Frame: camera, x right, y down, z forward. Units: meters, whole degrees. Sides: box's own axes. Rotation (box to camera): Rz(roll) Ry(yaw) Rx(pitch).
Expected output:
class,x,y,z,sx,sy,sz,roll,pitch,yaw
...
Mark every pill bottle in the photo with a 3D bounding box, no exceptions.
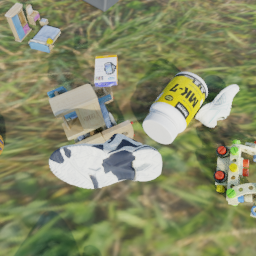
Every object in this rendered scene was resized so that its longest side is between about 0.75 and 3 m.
class,x,y,z,sx,sy,sz,roll,pitch,yaw
pill bottle,1.336,-0.570,7.959,1.140,1.140,1.995,29,63,17

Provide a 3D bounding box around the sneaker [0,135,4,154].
class,x,y,z,sx,sy,sz,roll,pitch,yaw
sneaker,-4.579,0.995,7.148,1.219,1.041,2.765,24,52,24

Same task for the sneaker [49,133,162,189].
class,x,y,z,sx,sy,sz,roll,pitch,yaw
sneaker,-0.402,0.515,4.927,1.807,1.176,0.721,-6,97,-8

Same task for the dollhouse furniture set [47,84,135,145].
class,x,y,z,sx,sy,sz,roll,pitch,yaw
dollhouse furniture set,-0.964,-0.601,7.156,1.651,2.356,1.660,-24,60,-8

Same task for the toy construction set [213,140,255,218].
class,x,y,z,sx,sy,sz,roll,pitch,yaw
toy construction set,2.940,1.085,6.971,1.440,1.012,2.196,0,46,29

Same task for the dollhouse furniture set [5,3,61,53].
class,x,y,z,sx,sy,sz,roll,pitch,yaw
dollhouse furniture set,-3.162,-3.750,10.020,1.657,1.081,1.564,18,59,10

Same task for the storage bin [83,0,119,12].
class,x,y,z,sx,sy,sz,roll,pitch,yaw
storage bin,-0.931,-5.973,11.199,1.640,1.777,2.442,35,63,9

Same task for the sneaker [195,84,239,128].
class,x,y,z,sx,sy,sz,roll,pitch,yaw
sneaker,2.793,-0.635,8.379,1.717,0.604,0.688,-40,72,-15

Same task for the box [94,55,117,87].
class,x,y,z,sx,sy,sz,roll,pitch,yaw
box,-0.471,-1.203,6.042,0.478,0.167,0.804,-3,66,6
